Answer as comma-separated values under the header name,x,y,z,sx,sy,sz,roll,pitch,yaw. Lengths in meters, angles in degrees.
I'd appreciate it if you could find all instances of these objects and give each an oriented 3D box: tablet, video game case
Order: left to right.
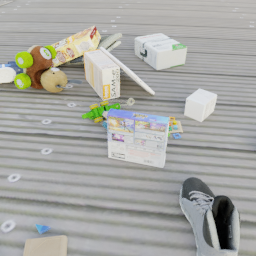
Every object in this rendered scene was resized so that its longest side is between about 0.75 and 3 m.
name,x,y,z,sx,sy,sz,roll,pitch,yaw
tablet,-0.067,-2.592,12.641,0.198,1.891,2.907,-49,49,7
video game case,0.285,0.324,8.599,1.832,1.660,0.416,10,36,12

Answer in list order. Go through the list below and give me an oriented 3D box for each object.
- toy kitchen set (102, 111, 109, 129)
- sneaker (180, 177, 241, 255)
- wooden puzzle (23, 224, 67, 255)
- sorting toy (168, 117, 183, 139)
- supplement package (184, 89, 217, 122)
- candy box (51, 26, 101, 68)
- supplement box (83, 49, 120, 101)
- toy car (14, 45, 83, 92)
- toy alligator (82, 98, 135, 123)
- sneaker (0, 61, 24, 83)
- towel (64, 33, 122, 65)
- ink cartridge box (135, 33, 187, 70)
name,x,y,z,sx,sy,sz,roll,pitch,yaw
toy kitchen set,-0.773,-0.285,9.944,0.622,0.776,0.457,-7,39,-48
sneaker,1.975,1.867,6.525,1.069,1.645,2.848,-3,37,-4
wooden puzzle,-1.887,2.915,6.373,1.032,0.179,1.530,4,36,-2
sorting toy,1.620,-0.088,10.417,0.769,0.186,1.366,0,36,0
supplement package,2.850,-0.906,11.017,0.793,0.787,1.045,27,44,32
candy box,-2.945,-4.187,14.570,2.904,0.803,1.676,-17,33,17
supplement box,-1.189,-2.425,12.528,0.846,1.451,2.302,-16,40,-21
toy car,-3.314,-2.359,12.309,2.453,1.936,2.015,25,32,13
toy alligator,-0.801,-0.701,10.954,2.237,0.663,0.607,-20,0,-25
sneaker,-5.939,-2.704,13.507,2.371,0.955,1.736,3,23,16
towel,-1.827,-4.110,14.847,2.568,0.461,2.668,7,47,43
ink cartridge box,1.709,-4.231,15.314,1.837,1.041,2.506,-16,39,-21
